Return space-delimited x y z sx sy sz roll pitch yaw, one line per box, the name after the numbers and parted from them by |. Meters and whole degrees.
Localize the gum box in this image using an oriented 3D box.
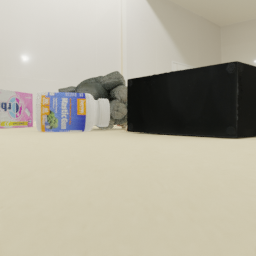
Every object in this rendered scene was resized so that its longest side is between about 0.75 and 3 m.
-4.914 -0.741 11.141 0.859 1.474 2.597 1 2 17 | gum box

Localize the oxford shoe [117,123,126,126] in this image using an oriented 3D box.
0.563 -0.475 13.977 2.619 0.922 0.979 -16 16 -42 | oxford shoe

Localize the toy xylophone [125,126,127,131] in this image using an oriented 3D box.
0.549 -0.140 8.402 1.309 0.449 1.788 -1 1 -2 | toy xylophone

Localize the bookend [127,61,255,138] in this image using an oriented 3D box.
2.002 -0.537 6.743 2.922 1.346 2.904 -1 2 -40 | bookend

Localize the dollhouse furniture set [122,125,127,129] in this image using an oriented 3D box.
0.085 -0.518 9.583 0.546 1.119 0.954 1 1 16 | dollhouse furniture set

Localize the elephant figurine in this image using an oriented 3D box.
-0.689 -0.691 10.014 2.033 2.230 2.874 -35 -10 -1 | elephant figurine

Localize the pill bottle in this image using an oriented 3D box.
-1.535 -0.443 7.866 1.958 1.097 1.097 0 2 -14 | pill bottle
